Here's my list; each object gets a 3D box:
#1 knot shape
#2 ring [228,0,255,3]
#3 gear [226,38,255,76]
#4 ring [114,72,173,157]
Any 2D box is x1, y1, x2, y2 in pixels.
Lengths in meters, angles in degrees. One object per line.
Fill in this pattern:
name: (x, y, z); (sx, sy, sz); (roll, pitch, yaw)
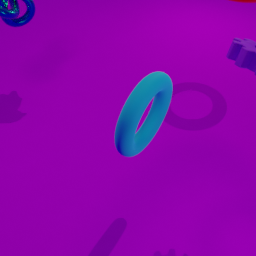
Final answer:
knot shape: (-2.789, -3.122, 6.548); (0.633, 1.282, 1.371); (3, 6, 20)
ring: (2.611, -3.434, 6.666); (1.905, 0.381, 1.905); (14, 12, -3)
gear: (1.695, -0.762, 3.241); (1.060, 0.196, 1.060); (12, 31, -7)
ring: (0.245, -0.179, 4.023); (0.263, 1.316, 1.316); (28, 52, 20)
